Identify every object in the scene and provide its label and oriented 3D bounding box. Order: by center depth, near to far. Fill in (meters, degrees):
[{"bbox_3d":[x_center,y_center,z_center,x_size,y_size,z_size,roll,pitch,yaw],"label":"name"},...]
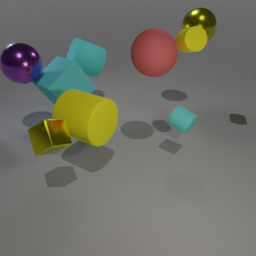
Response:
[{"bbox_3d":[-1.962,0.229,7.073,0.700,0.700,0.700,-25,-11,30],"label":"cube"},{"bbox_3d":[1.860,-2.599,8.257,0.700,0.700,0.700,-7,15,-11],"label":"cylinder"},{"bbox_3d":[-1.239,-0.318,8.258,1.400,1.400,1.400,18,34,29],"label":"cylinder"},{"bbox_3d":[0.777,-2.218,8.298,1.400,1.400,1.400,0,30,0],"label":"ball"},{"bbox_3d":[1.780,-0.279,9.181,0.700,0.700,0.700,35,42,18],"label":"cylinder"},{"bbox_3d":[-3.717,-2.245,9.775,1.400,1.400,1.400,0,30,0],"label":"ball"},{"bbox_3d":[-2.359,-1.602,10.423,1.400,1.400,1.400,25,71,45],"label":"cube"},{"bbox_3d":[2.869,-4.119,11.341,1.400,1.400,1.400,0,30,0],"label":"ball"},{"bbox_3d":[-1.908,-3.159,12.696,1.400,1.400,1.400,14,22,-28],"label":"cylinder"}]
